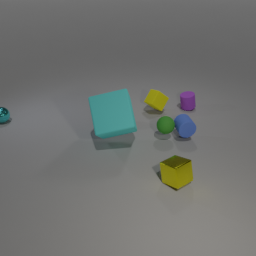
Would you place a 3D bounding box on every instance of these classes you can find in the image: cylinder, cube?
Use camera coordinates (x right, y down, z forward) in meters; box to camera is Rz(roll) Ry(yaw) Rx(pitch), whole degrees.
[{"bbox_3d":[2.197,-0.093,10.866,0.700,0.700,0.700,-5,30,-8],"label":"cylinder"},{"bbox_3d":[1.488,1.332,8.587,0.700,0.700,0.700,-20,20,-32],"label":"cube"},{"bbox_3d":[-0.516,-0.472,10.257,1.400,1.400,1.400,-12,-8,4],"label":"cube"},{"bbox_3d":[2.872,-1.307,13.447,0.700,0.700,0.700,-9,31,5],"label":"cylinder"},{"bbox_3d":[1.310,-1.295,12.949,0.700,0.700,0.700,30,-1,-32],"label":"cube"}]

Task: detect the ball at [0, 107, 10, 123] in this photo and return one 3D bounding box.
[{"bbox_3d":[-5.502,-0.568,12.164,0.700,0.700,0.700,0,29,0],"label":"ball"}]

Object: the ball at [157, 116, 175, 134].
[{"bbox_3d":[1.452,-0.113,10.792,0.700,0.700,0.700,0,29,0],"label":"ball"}]
